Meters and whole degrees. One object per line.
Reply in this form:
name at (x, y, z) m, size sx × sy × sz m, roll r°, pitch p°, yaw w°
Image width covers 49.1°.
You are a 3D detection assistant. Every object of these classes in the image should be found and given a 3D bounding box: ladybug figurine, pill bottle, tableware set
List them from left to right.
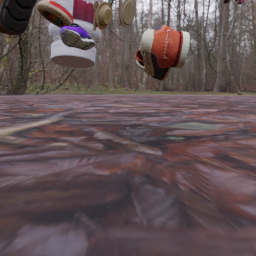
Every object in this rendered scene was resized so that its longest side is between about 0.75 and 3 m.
ladybug figurine at (-1.508, -2.428, 5.978) m, size 0.854 × 0.307 × 0.580 m, roll 30°, pitch -17°, yaw -24°
pill bottle at (-1.574, -3.421, 8.555) m, size 1.592 × 2.905 × 1.592 m, roll 3°, pitch -4°, yaw 0°
tableware set at (-0.290, -3.153, 6.662) m, size 0.217 × 1.566 × 1.875 m, roll 23°, pitch 36°, yaw 26°

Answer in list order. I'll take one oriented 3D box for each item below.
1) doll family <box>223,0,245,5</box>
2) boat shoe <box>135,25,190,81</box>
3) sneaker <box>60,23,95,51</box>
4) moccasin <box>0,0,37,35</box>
doll family at (2.417, -3.824, 7.369) m, size 0.696 × 1.545 × 0.959 m, roll -32°, pitch -35°, yaw 14°
boat shoe at (0.554, -1.483, 5.729) m, size 0.794 × 0.904 × 2.539 m, roll 5°, pitch 6°, yaw -3°
sneaker at (-0.875, -1.518, 4.500) m, size 0.281 × 0.402 × 0.808 m, roll -32°, pitch -10°, yaw 20°
moccasin at (-1.735, -2.649, 4.698) m, size 0.858 × 2.223 × 0.813 m, roll 25°, pitch 8°, yaw 35°
